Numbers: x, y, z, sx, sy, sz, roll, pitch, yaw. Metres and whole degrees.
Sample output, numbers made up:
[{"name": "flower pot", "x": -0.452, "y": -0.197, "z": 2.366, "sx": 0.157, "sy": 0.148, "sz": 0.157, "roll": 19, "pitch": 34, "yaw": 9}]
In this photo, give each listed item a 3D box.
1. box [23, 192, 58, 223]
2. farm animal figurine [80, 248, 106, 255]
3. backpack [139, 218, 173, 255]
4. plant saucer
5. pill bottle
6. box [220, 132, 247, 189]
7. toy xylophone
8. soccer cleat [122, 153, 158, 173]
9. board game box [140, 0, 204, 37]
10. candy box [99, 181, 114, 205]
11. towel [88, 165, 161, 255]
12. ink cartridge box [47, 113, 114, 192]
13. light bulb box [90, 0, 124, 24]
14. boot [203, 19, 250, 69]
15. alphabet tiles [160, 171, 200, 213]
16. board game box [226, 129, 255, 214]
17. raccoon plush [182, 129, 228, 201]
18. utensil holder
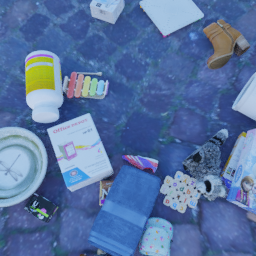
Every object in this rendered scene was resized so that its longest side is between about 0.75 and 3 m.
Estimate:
[{"name": "box", "x": -3.009, "y": 2.777, "z": 9.736, "sx": 0.891, "sy": 0.554, "sz": 0.662, "roll": 27, "pitch": 71, "yaw": 11}, {"name": "farm animal figurine", "x": -0.850, "y": 4.621, "z": 8.797, "sx": 1.745, "sy": 0.920, "sz": 1.765, "roll": -30, "pitch": 72, "yaw": -14}, {"name": "backpack", "x": 0.944, "y": 3.585, "z": 9.235, "sx": 1.089, "sy": 0.949, "sz": 1.238, "roll": 9, "pitch": 64, "yaw": 10}, {"name": "plant saucer", "x": -4.304, "y": 1.406, "z": 10.171, "sx": 2.895, "sy": 0.727, "sz": 2.895, "roll": 0, "pitch": 69, "yaw": 0}, {"name": "pill bottle", "x": -3.279, "y": -1.587, "z": 10.974, "sx": 1.377, "sy": 1.377, "sz": 2.641, "roll": -8, "pitch": 68, "yaw": -3}, {"name": "box", "x": 4.366, "y": 1.419, "z": 10.322, "sx": 1.349, "sy": 0.470, "sz": 2.265, "roll": 30, "pitch": 74, "yaw": 10}, {"name": "toy xylophone", "x": -1.724, "y": -1.809, "z": 11.551, "sx": 1.885, "sy": 0.474, "sz": 1.380, "roll": -1, "pitch": 69, "yaw": -1}, {"name": "soccer cleat", "x": 0.414, "y": 1.275, "z": 10.389, "sx": 1.374, "sy": 0.469, "sz": 0.503, "roll": 12, "pitch": 77, "yaw": 3}, {"name": "board game box", "x": 2.009, "y": -5.463, "z": 13.070, "sx": 2.208, "sy": 0.286, "sz": 2.208, "roll": -29, "pitch": 72, "yaw": -11}, {"name": "candy box", "x": -0.297, "y": 2.313, "z": 9.988, "sx": 1.428, "sy": 0.403, "sz": 0.833, "roll": 1, "pitch": 68, "yaw": -3}, {"name": "towel", "x": -0.070, "y": 2.726, "z": 9.237, "sx": 1.572, "sy": 0.683, "sz": 2.815, "roll": 24, "pitch": 69, "yaw": 7}, {"name": "ink cartridge box", "x": -1.742, "y": 0.863, "z": 10.238, "sx": 1.686, "sy": 0.988, "sz": 2.334, "roll": -22, "pitch": 69, "yaw": -8}, {"name": "light bulb box", "x": -0.934, "y": -5.633, "z": 12.884, "sx": 1.188, "sy": 0.748, "sz": 1.199, "roll": 22, "pitch": 71, "yaw": 9}, {"name": "boot", "x": 3.847, "y": -3.643, "z": 12.079, "sx": 2.408, "sy": 0.887, "sz": 1.863, "roll": -29, "pitch": 72, "yaw": -23}, {"name": "alphabet tiles", "x": 1.899, "y": 2.310, "z": 10.159, "sx": 1.373, "sy": 0.100, "sz": 1.342, "roll": 25, "pitch": 70, "yaw": 9}, {"name": "board game box", "x": 5.048, "y": 1.790, "z": 9.700, "sx": 2.679, "sy": 0.581, "sz": 2.666, "roll": 26, "pitch": 72, "yaw": -7}, {"name": "raccoon plush", "x": 3.238, "y": 1.327, "z": 10.013, "sx": 2.624, "sy": 1.269, "sz": 1.758, "roll": -37, "pitch": 81, "yaw": -13}, {"name": "utensil holder", "x": 5.263, "y": -0.956, "z": 10.643, "sx": 1.907, "sy": 1.621, "sz": 1.621, "roll": 32, "pitch": 72, "yaw": 9}]
